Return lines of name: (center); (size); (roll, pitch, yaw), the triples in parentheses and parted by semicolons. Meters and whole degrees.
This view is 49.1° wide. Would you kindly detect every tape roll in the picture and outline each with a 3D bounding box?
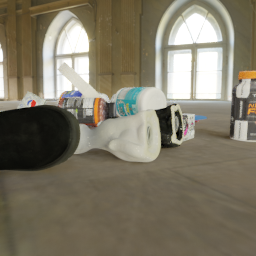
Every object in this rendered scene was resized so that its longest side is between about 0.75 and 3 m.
tape roll: (-1.976, -1.829, 12.591); (2.773, 0.507, 2.773); (43, 0, 0)

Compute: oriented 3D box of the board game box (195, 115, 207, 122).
board game box: (2.930, -0.339, 12.671); (1.287, 0.251, 1.017); (-8, 14, -19)

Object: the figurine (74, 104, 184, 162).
figurine: (-0.208, 0.141, 6.522); (2.376, 1.048, 2.435); (-5, 5, 30)

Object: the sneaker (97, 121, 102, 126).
sneaker: (-0.730, -0.117, 10.583); (0.777, 0.309, 0.507); (-4, 7, -22)

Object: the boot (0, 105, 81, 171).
boot: (-2.380, 0.275, 4.039); (2.915, 1.097, 2.179); (-9, -2, 14)

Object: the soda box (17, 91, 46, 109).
soda box: (-2.609, -0.292, 7.609); (0.521, 0.561, 1.643); (26, -28, -7)

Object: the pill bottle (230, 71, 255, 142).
pill bottle: (3.523, -0.644, 8.083); (1.045, 1.968, 1.045); (0, 7, 0)

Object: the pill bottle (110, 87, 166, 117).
pill bottle: (0.368, -1.205, 13.910); (1.618, 1.618, 2.921); (-6, 9, -38)

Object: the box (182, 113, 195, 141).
box: (1.306, -0.041, 8.100); (0.885, 0.769, 1.340); (5, 9, 33)

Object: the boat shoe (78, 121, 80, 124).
boat shoe: (-1.771, 0.018, 6.893); (0.749, 0.887, 2.488); (-11, 5, 3)

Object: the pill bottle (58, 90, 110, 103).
pill bottle: (-2.340, -1.294, 15.035); (2.709, 1.518, 1.518); (4, 8, 35)

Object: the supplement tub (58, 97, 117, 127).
supplement tub: (-1.587, -0.627, 11.152); (2.217, 1.185, 1.185); (1, 7, 4)
